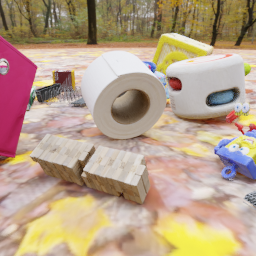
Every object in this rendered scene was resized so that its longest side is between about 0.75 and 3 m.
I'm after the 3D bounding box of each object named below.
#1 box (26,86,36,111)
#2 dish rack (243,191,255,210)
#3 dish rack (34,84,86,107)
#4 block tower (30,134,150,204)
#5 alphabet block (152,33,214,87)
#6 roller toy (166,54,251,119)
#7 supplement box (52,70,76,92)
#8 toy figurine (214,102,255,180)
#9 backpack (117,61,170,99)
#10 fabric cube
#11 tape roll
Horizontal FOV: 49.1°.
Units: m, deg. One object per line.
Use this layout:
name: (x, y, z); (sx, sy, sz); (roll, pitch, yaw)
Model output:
box: (-5.018, -1.245, 11.713); (2.034, 0.512, 2.818); (-4, 21, -11)
dish rack: (2.601, 1.401, 4.439); (1.068, 0.380, 1.392); (-7, 19, -22)
dish rack: (-2.584, -1.424, 12.020); (2.291, 0.625, 1.758); (5, 21, 15)
block tower: (-0.734, 0.751, 5.509); (2.403, 0.695, 0.649); (12, 50, 25)
alphabet block: (2.524, -3.071, 13.436); (2.284, 2.296, 2.338); (24, 26, 13)
roller toy: (2.709, -1.426, 9.935); (2.854, 1.994, 2.603); (1, 20, 34)
supplement box: (-3.211, -2.382, 14.099); (1.038, 1.024, 0.689); (-2, 20, -5)
toy figurine: (2.831, 0.702, 5.912); (1.717, 1.512, 2.866); (-37, 28, -13)
backpack: (0.427, -1.872, 11.546); (2.680, 1.803, 2.447); (-8, 20, -26)
fabric cube: (-3.913, -0.816, 6.265); (2.444, 2.436, 2.398); (6, -13, 18)
tape roll: (-0.155, -0.927, 7.916); (2.107, 2.107, 1.447); (-7, 37, -19)
